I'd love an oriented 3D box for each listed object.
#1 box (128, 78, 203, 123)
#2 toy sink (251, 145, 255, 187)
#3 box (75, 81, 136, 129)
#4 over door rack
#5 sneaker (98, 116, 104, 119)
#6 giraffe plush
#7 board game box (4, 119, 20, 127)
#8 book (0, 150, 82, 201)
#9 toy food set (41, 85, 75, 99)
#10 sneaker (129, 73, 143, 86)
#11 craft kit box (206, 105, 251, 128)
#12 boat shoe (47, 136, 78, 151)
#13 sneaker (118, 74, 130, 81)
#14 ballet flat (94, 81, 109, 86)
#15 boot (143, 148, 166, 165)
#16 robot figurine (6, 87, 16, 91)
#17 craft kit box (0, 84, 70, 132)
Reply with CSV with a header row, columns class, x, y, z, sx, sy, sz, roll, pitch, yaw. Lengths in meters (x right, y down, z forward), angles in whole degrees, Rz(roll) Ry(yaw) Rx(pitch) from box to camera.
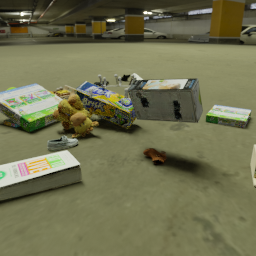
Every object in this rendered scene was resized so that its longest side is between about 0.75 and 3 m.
class,x,y,z,sx,sy,sz,roll,pitch,yaw
box,1.167,-0.846,8.695,2.101,1.225,0.632,4,41,31
toy sink,4.020,1.076,7.885,0.891,0.766,1.367,7,23,18
box,-0.932,-1.010,11.798,2.654,0.930,0.853,23,45,17
over door rack,-0.518,-1.725,11.022,1.507,0.679,2.039,1,22,12
sneaker,-0.629,-0.859,12.969,0.846,0.745,1.897,16,34,19
giraffe plush,-1.946,-0.281,10.969,1.703,1.470,1.381,28,16,-35
board game box,-4.839,-0.259,12.036,0.789,0.159,0.604,13,25,30
book,-2.597,1.260,7.925,2.213,0.532,1.479,-13,21,-25
toy food set,-4.188,-2.078,15.897,2.185,0.660,1.568,-17,27,-36
sneaker,0.620,-2.829,17.851,1.014,0.872,2.396,20,21,-7
craft kit box,4.510,-0.549,12.503,1.675,0.406,1.655,12,22,27
boat shoe,-2.283,0.492,9.845,1.110,0.395,0.387,-12,25,-27
sneaker,-0.292,-3.601,19.949,0.919,0.479,0.276,9,23,20
ballet flat,-1.724,-2.861,18.447,1.319,0.375,0.438,-19,-9,-45
boot,0.829,0.940,8.963,0.786,0.301,0.610,12,28,9
robot figurine,-5.457,-1.465,13.809,1.413,0.817,1.240,33,35,12
craft kit box,-4.218,-1.015,12.454,2.534,0.622,2.566,28,32,23
